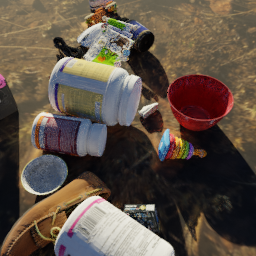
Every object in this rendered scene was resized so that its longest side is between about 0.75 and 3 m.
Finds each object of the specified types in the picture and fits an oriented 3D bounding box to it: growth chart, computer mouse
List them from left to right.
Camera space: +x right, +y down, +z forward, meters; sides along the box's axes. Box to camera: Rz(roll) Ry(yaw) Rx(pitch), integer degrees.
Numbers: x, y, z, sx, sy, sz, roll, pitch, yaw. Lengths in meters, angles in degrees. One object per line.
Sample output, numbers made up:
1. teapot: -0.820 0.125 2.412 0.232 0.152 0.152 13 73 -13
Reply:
1. computer mouse: -1.639 -3.905 12.002 2.845 0.624 1.560 -35 58 -25
2. growth chart: -0.737 -3.223 11.201 1.997 0.245 2.760 20 74 22

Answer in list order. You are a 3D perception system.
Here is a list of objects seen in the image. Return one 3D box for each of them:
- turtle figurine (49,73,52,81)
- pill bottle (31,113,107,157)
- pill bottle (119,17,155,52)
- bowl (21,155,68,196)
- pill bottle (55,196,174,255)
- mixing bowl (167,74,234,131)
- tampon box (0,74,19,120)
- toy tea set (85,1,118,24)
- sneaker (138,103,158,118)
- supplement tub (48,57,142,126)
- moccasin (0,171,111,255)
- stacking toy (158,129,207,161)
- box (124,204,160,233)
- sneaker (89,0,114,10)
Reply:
1. turtle figurine: -2.581 -1.877 10.589 0.783 0.313 0.971 8 52 6
2. pill bottle: -1.714 0.227 8.383 2.006 1.145 1.145 9 52 8
3. pill bottle: 0.274 -3.998 11.878 0.934 0.934 1.669 -31 57 -22
4. bowl: -2.264 1.414 7.800 1.237 0.581 1.237 0 51 0
5. pill bottle: -0.019 2.851 5.992 2.812 1.594 1.594 29 57 20
6. mixing bowl: 2.243 -0.678 9.130 2.039 1.104 2.039 0 52 0
7. tampon box: -5.212 -1.310 9.383 1.775 1.495 2.368 -36 60 -25
8. toy tea set: -1.053 -5.340 13.273 1.171 0.729 1.969 13 49 48
9. sneaker: 0.710 -0.665 9.655 0.800 0.306 0.322 -32 49 -25
10. supplement tub: -1.003 -1.131 8.993 2.559 1.860 1.860 15 53 12
11. moccasin: -1.678 2.305 6.878 2.936 1.074 1.133 -32 49 -34
12. stacking toy: 1.671 0.644 8.412 1.412 0.775 0.820 12 43 -4
13. box: 0.359 2.225 6.819 0.740 0.932 0.214 -5 38 13
14. sneaker: -1.297 -6.414 14.042 1.417 0.571 0.541 -31 56 -24
